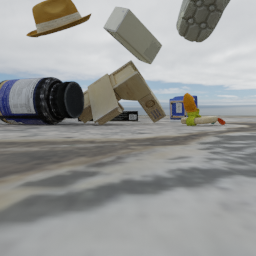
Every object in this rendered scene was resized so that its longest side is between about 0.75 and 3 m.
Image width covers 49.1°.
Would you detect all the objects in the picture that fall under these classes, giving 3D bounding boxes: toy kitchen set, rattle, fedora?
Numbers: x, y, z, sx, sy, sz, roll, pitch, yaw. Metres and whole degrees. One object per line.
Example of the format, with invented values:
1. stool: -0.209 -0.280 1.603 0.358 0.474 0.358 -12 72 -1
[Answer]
1. toy kitchen set: -0.193 -0.466 9.739 2.511 2.266 2.049 -31 39 12
2. rattle: 2.292 -0.529 8.476 1.392 0.994 0.906 -7 -11 -16
3. fedora: -1.984 -3.110 7.682 1.970 0.803 1.970 -14 27 7

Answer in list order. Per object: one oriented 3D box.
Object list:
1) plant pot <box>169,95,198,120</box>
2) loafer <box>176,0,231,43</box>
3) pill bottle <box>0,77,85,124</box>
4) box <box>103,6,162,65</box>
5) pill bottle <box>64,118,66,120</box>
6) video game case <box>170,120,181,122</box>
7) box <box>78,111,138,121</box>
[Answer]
1. plant pot: 3.032 -1.101 15.568 1.350 1.350 1.214 3 10 34
2. loafer: 1.242 -2.129 3.531 0.742 2.122 0.741 25 40 -8
3. pill bottle: -2.892 -0.877 9.165 2.724 1.523 1.523 1 3 21
4. box: 0.224 -3.176 9.800 0.751 0.903 2.197 33 2 42
5. pill bottle: -3.145 -0.562 11.822 0.619 0.619 1.069 2 3 38
6. video game case: 2.098 -0.286 11.617 0.667 0.084 0.932 0 3 13
7. box: -0.869 -0.565 13.102 2.709 0.470 1.491 0 3 2
